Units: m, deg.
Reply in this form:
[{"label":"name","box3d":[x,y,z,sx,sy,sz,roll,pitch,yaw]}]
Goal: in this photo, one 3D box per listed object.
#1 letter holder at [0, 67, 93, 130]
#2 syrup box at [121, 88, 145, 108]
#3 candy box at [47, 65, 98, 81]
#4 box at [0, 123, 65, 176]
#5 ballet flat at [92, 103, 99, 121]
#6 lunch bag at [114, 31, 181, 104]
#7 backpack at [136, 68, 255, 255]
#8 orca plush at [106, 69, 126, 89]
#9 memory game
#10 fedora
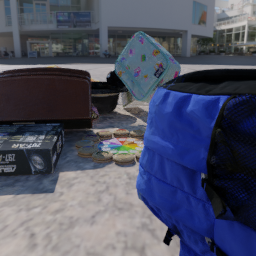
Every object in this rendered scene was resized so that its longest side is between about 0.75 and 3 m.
[{"label":"letter holder","box3d":[-2.516,-1.041,8.172,2.883,2.049,1.450,-2,-10,-7]},{"label":"syrup box","box3d":[0.394,-1.378,11.386,0.770,0.744,1.890,-5,-6,-22]},{"label":"candy box","box3d":[-2.772,-2.405,14.538,2.866,0.793,1.654,18,15,-5]},{"label":"box","box3d":[-2.886,0.420,6.447,2.605,0.567,2.087,-2,16,-7]},{"label":"ballet flat","box3d":[-1.912,-0.399,9.340,2.161,0.747,0.769,-11,39,-35]},{"label":"lunch bag","box3d":[0.489,-1.694,8.104,0.760,1.581,1.971,14,34,-47]},{"label":"backpack","box3d":[1.288,0.566,2.625,2.180,2.251,2.683,10,9,-34]},{"label":"orca plush","box3d":[0.008,-1.572,9.909,2.105,1.107,0.748,16,61,23]},{"label":"memory game","box3d":[-0.124,0.402,7.288,2.475,0.158,2.475,0,16,0]},{"label":"fedora","box3d":[-1.164,-1.170,11.061,2.366,1.081,2.366,2,18,-1]}]
